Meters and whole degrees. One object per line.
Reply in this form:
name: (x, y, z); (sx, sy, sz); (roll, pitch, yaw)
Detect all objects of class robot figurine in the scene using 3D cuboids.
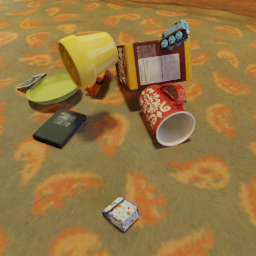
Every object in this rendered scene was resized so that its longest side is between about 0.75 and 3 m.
robot figurine: (-1.377, -3.020, 13.687); (0.801, 1.994, 2.751); (18, 52, -11)

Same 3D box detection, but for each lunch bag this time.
lunch bag: (-0.242, 2.532, 8.466); (0.774, 0.564, 0.911); (-34, 38, -33)

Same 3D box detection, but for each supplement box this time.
supplement box: (1.023, -3.074, 13.028); (2.845, 1.889, 2.806); (-10, 17, -12)

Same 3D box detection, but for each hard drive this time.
hard drive: (-2.773, -0.046, 11.524); (1.354, 0.319, 1.940); (17, 44, 18)

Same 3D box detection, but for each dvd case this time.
dvd case: (-4.767, -2.297, 13.915); (0.986, 0.162, 1.312); (-4, 34, 34)

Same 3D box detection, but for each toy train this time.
toy train: (1.787, -3.595, 10.901); (0.574, 1.323, 0.756); (4, 75, -43)

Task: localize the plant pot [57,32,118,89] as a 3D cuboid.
plant pot: (-1.335, -2.519, 9.862); (1.676, 1.781, 1.781); (-30, 49, -18)

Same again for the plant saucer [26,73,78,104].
plant saucer: (-3.410, -1.810, 13.145); (2.633, 0.409, 2.633); (-10, 36, 7)

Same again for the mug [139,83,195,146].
mug: (1.596, -0.803, 11.254); (1.594, 2.120, 2.389); (27, 22, -35)
